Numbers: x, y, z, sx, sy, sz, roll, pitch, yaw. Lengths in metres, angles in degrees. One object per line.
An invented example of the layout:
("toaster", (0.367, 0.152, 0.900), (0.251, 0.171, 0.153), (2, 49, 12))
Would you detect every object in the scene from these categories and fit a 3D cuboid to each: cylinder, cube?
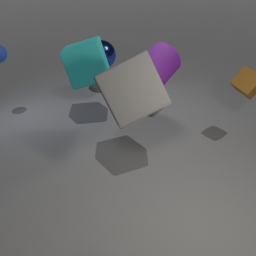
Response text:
("cylinder", (1.181, -2.480, 11.316), (1.400, 1.400, 1.400), (25, 65, 36))
("cube", (0.085, -0.995, 7.224), (1.400, 1.400, 1.400), (-27, 10, 2))
("cube", (-1.543, -2.440, 10.416), (1.400, 1.400, 1.400), (-15, 26, 5))
("cube", (3.804, -1.437, 8.899), (0.700, 0.700, 0.700), (46, 16, 28))

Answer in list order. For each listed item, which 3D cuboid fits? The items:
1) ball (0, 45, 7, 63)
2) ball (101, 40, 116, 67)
("ball", (-4.806, -2.729, 10.264), (0.700, 0.700, 0.700), (0, 30, 0))
("ball", (-1.290, -3.570, 13.689), (1.400, 1.400, 1.400), (0, 30, 0))
